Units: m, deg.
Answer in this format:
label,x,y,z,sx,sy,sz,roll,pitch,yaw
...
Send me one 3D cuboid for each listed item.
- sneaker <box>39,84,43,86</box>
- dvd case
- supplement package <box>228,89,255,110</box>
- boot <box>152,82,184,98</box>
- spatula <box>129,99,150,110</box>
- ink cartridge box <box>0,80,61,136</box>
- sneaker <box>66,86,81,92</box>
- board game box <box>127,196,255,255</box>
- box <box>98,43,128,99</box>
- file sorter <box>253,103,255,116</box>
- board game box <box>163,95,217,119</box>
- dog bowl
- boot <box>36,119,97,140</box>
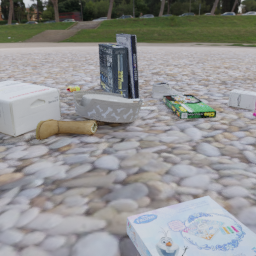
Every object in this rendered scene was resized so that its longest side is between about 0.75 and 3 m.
label,x,y,z,sx,sy,sz,roll,pitch,yaw
sneaker,-3.478,-1.184,10.974,1.549,1.134,0.624,12,23,29
dvd case,-0.021,-2.949,13.286,0.353,2.856,2.146,-10,22,-16
supplement package,4.860,-1.197,11.736,1.087,0.636,0.638,15,25,36
boot,1.901,-1.789,13.208,1.548,0.740,0.569,-1,20,-2
spatula,-0.578,-1.052,11.971,2.806,0.225,1.951,-3,20,-7
ink cartridge box,-4.053,-0.794,9.786,2.808,1.229,2.040,11,23,31
sneaker,-2.817,-1.978,14.430,0.835,0.326,0.377,5,28,29
board game box,1.031,1.724,4.156,1.632,0.354,1.624,-8,22,-21
box,-0.759,-2.852,13.744,0.765,2.364,2.998,-6,20,-16
file sorter,5.486,-0.773,10.363,1.259,0.790,0.875,-6,20,-15
board game box,2.427,-0.936,11.549,1.409,0.316,2.690,0,20,-7
dog bowl,-0.725,-0.780,9.930,2.507,0.735,2.507,7,13,-2
boot,-1.862,0.010,8.638,1.580,0.522,1.383,3,20,6
